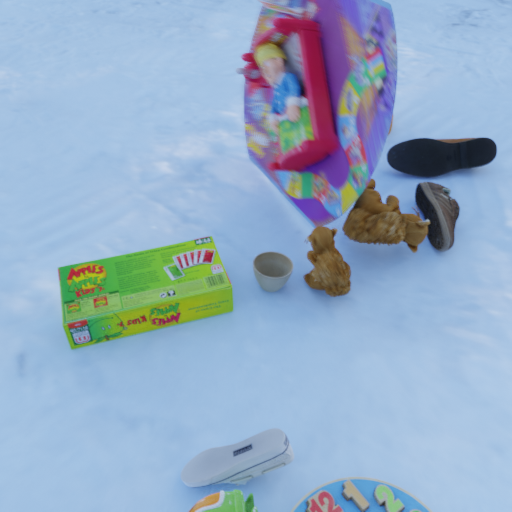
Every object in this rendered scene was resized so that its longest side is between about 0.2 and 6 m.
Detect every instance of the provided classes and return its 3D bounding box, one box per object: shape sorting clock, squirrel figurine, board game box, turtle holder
[{"bbox_3d":[1.331,3.695,6.524,2.284,0.448,2.284,0,42,0],"label":"shape sorting clock"},{"bbox_3d":[1.272,0.078,9.803,0.853,1.125,1.206,-12,30,-3],"label":"squirrel figurine"},{"bbox_3d":[0.518,-3.197,11.086,1.066,4.324,5.473,-4,36,-27],"label":"board game box"},{"bbox_3d":[2.469,-0.552,10.580,1.466,1.111,1.570,27,31,12],"label":"squirrel figurine"},{"bbox_3d":[-0.415,3.443,6.546,0.927,1.305,0.992,-5,10,-7],"label":"turtle holder"},{"bbox_3d":[-1.936,0.593,9.824,2.801,0.667,1.423,-12,43,-13],"label":"board game box"}]

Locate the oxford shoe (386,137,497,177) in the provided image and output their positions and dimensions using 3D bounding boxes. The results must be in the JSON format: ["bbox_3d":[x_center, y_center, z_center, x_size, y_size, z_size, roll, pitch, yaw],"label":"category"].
[{"bbox_3d":[4.238,-2.352,13.181,2.516,0.898,0.897,-3,15,-5],"label":"oxford shoe"}]

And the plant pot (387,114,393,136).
[{"bbox_3d":[2.774,-3.933,14.304,1.561,1.429,1.561,0,42,0],"label":"plant pot"}]

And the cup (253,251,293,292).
[{"bbox_3d":[0.279,0.347,10.182,0.736,0.527,0.736,4,40,-4],"label":"cup"}]

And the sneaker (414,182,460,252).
[{"bbox_3d":[3.854,-0.881,11.436,0.775,0.723,2.051,1,42,-2],"label":"sneaker"}]

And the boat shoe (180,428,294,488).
[{"bbox_3d":[-0.236,2.795,7.474,1.533,0.504,0.552,-24,23,3],"label":"boat shoe"}]
